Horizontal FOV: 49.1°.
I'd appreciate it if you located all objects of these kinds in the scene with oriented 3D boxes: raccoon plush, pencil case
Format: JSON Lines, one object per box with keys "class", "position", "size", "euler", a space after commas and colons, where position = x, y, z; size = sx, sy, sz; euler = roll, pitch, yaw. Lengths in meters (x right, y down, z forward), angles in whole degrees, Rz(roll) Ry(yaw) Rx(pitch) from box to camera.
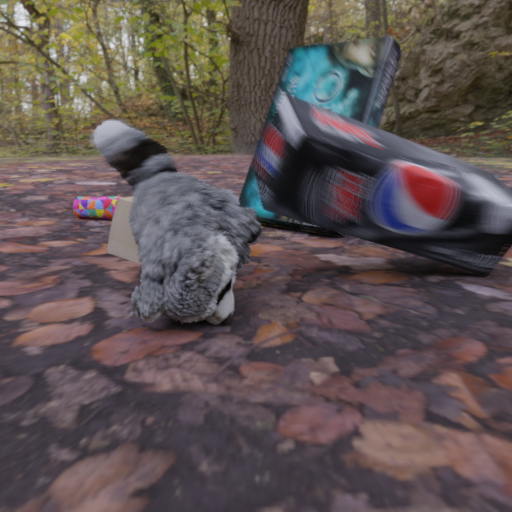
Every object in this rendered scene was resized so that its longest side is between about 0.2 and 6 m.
{"class": "raccoon plush", "position": [-1.542, -0.424, 7.666], "size": [3.540, 1.713, 2.372], "euler": [34, 16, 9]}
{"class": "pencil case", "position": [-4.253, -1.318, 15.401], "size": [1.558, 0.689, 0.689], "euler": [4, 14, 21]}

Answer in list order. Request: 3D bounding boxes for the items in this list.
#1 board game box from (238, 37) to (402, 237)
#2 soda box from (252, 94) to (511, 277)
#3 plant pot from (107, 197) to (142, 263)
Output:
{"class": "board game box", "position": [1.481, -3.040, 14.117], "size": [3.268, 4.832, 0.680], "euler": [12, -8, 43]}
{"class": "soda box", "position": [2.208, -1.071, 9.139], "size": [4.339, 1.374, 1.535], "euler": [15, 33, -19]}
{"class": "plant pot", "position": [-2.170, -0.608, 11.317], "size": [1.298, 1.150, 1.299], "euler": [-12, 17, -41]}
